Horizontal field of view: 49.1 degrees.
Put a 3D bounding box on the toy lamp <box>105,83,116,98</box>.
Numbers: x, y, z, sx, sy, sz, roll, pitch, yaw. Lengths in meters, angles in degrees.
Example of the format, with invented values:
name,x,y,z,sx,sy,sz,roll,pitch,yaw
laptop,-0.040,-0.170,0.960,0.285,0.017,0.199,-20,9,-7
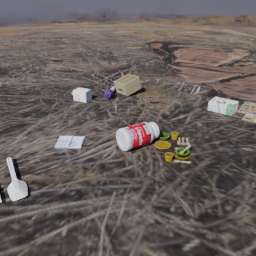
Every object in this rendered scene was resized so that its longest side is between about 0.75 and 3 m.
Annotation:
name,x,y,z,sx,sy,sz,roll,pitch,yaw
toy lamp,-0.786,-1.777,13.425,0.447,0.447,1.537,5,25,11

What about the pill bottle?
name,x,y,z,sx,sy,sz,roll,pitch,yaw
pill bottle,0.333,0.225,8.864,1.290,0.724,0.724,-17,30,-30

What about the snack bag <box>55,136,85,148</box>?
name,x,y,z,sx,sy,sz,roll,pitch,yaw
snack bag,-1.873,0.450,9.128,0.863,0.092,0.813,1,25,1

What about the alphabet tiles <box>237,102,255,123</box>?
name,x,y,z,sx,sy,sz,roll,pitch,yaw
alphabet tiles,5.405,-0.582,11.314,1.769,0.080,2.117,16,29,30

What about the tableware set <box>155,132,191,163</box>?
name,x,y,z,sx,sy,sz,roll,pitch,yaw
tableware set,1.390,0.544,8.745,1.132,0.258,1.680,4,26,8

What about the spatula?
name,x,y,z,sx,sy,sz,roll,pitch,yaw
spatula,-3.395,1.383,7.160,1.371,0.158,1.971,-18,30,-22

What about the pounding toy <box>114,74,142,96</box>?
name,x,y,z,sx,sy,sz,roll,pitch,yaw
pounding toy,0.007,-2.065,13.731,1.093,0.844,1.187,-32,34,-24

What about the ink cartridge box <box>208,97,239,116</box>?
name,x,y,z,sx,sy,sz,roll,pitch,yaw
ink cartridge box,3.918,-0.904,11.560,1.023,0.447,0.743,18,31,35

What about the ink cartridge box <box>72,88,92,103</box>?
name,x,y,z,sx,sy,sz,roll,pitch,yaw
ink cartridge box,-2.117,-1.511,12.769,0.791,0.496,0.509,11,28,22
